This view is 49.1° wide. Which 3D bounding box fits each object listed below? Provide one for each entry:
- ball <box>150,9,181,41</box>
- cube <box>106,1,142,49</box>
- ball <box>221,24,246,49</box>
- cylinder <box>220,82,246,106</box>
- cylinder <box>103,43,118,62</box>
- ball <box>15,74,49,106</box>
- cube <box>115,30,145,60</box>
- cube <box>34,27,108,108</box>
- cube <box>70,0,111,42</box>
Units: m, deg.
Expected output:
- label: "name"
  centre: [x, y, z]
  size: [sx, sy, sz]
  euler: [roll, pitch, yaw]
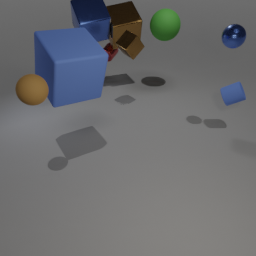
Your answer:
- label: "ball"
  centre: [1.704, -4.718, 12.842]
  size: [1.400, 1.400, 1.400]
  euler: [0, 31, 0]
- label: "cube"
  centre: [-0.258, -4.798, 13.114]
  size: [1.400, 1.400, 1.400]
  euler: [-17, 65, -11]
- label: "ball"
  centre: [3.164, -2.738, 8.376]
  size: [0.700, 0.700, 0.700]
  euler: [0, 31, 0]
- label: "cylinder"
  centre: [3.833, -1.246, 10.212]
  size: [0.700, 0.700, 0.700]
  euler: [-19, 21, 29]
- label: "cylinder"
  centre: [-0.948, -3.858, 14.229]
  size: [0.700, 0.700, 0.700]
  euler: [15, 52, 24]
- label: "ball"
  centre: [-2.139, -0.852, 6.260]
  size: [0.700, 0.700, 0.700]
  euler: [0, 31, 0]
- label: "cube"
  centre: [0.082, -3.257, 10.985]
  size: [0.700, 0.700, 0.700]
  euler: [-50, 56, 2]
- label: "cube"
  centre: [-1.530, -1.611, 7.332]
  size: [1.400, 1.400, 1.400]
  euler: [-17, 53, -30]
- label: "cube"
  centre: [-1.669, -4.810, 12.535]
  size: [1.400, 1.400, 1.400]
  euler: [-18, 72, -13]
